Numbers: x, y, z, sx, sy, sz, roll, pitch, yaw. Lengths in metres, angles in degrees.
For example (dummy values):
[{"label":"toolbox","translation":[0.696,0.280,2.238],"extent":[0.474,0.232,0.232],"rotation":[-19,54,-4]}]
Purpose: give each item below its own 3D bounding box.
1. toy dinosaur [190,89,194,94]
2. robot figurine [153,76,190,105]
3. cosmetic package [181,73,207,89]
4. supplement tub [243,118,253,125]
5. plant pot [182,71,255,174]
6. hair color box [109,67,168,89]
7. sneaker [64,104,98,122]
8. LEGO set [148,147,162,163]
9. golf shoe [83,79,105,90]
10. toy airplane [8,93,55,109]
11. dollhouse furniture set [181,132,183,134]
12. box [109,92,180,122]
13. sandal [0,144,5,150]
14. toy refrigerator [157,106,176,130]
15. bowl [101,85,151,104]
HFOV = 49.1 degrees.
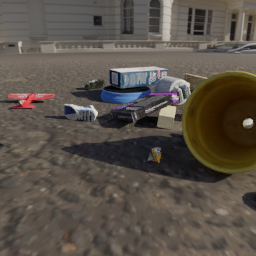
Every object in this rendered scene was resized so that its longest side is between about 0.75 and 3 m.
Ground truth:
[{"label":"toy dinosaur","translation":[3.518,-2.109,15.973],"extent":[1.313,0.382,0.664],"rotation":[-15,23,-37]},{"label":"robot figurine","translation":[2.154,-1.876,13.904],"extent":[1.894,1.261,2.233],"rotation":[-23,26,-20]},{"label":"cosmetic package","translation":[4.210,-2.580,16.347],"extent":[1.210,0.818,2.300],"rotation":[3,16,-29]},{"label":"supplement tub","translation":[4.441,-0.990,10.927],"extent":[1.102,1.571,1.102],"rotation":[0,19,0]},{"label":"plant pot","translation":[3.020,-0.148,7.560],"extent":[2.452,2.452,2.307],"rotation":[14,9,34]},{"label":"hair color box","translation":[0.597,-2.844,15.606],"extent":[2.961,0.896,1.481],"rotation":[-10,22,-26]},{"label":"sneaker","translation":[-1.862,-0.646,11.608],"extent":[1.456,0.588,0.841],"rotation":[12,18,14]},{"label":"LEGO set","translation":[0.688,0.746,7.712],"extent":[0.345,0.426,0.926],"rotation":[0,-3,16]},{"label":"golf shoe","translation":[-2.155,-2.778,17.582],"extent":[1.512,0.588,0.715],"rotation":[-16,25,-41]},{"label":"toy airplane","translation":[-4.825,-1.376,13.773],"extent":[2.361,0.434,2.361],"rotation":[0,20,0]},{"label":"dollhouse furniture set","translation":[2.361,0.077,9.449],"extent":[0.677,0.756,0.954],"rotation":[7,11,-29]},{"label":"box","translation":[0.673,-0.901,11.345],"extent":[2.396,0.433,1.713],"rotation":[-24,17,-27]},{"label":"sandal","translation":[-4.480,0.464,8.650],"extent":[1.552,0.332,0.590],"rotation":[9,21,25]},{"label":"toy refrigerator","translation":[1.523,-0.433,10.961],"extent":[0.585,0.539,1.541],"rotation":[10,21,8]},{"label":"bowl","translation":[-0.074,-1.895,15.094],"extent":[2.788,0.547,2.788],"rotation":[0,19,0]}]
